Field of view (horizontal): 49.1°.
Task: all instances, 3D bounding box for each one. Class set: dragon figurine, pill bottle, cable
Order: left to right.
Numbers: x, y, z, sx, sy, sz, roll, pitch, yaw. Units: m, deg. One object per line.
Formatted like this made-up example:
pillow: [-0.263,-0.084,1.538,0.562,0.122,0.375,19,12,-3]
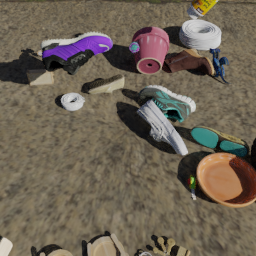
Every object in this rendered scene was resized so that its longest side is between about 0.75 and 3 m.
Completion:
cable: [-2.421,-1.153,12.191,0.952,0.330,0.953,-28,52,-23]
cable: [4.097,-5.288,15.852,2.351,0.814,2.350,9,47,9]
pill bottle: [2.937,-4.887,10.863,0.730,1.335,0.730,23,48,-27]
dragon figurine: [4.416,-3.031,13.494,0.630,1.065,2.142,-8,47,-7]

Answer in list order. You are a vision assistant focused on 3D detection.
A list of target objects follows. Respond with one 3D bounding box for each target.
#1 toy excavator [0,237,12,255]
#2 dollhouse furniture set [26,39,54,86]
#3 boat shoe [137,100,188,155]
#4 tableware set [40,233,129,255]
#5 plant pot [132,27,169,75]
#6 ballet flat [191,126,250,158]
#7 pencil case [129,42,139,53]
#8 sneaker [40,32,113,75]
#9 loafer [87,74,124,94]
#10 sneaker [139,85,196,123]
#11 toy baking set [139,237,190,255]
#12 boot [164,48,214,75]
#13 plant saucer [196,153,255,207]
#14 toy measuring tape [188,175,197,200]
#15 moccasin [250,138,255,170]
toy excavator: [-4.979,2.758,7.423,2.946,2.865,1.472,-11,39,30]
dollhouse furniture set: [-4.221,-3.363,13.678,1.105,1.293,2.495,-4,46,-6]
boat shoe: [1.260,0.103,10.688,0.879,0.989,2.689,-36,55,5]
tableware set: [-1.124,4.012,7.189,2.664,0.309,2.225,-11,47,-11]
plant pot: [1.058,-3.642,13.703,1.898,1.898,1.699,3,62,3]
ballet flat: [3.427,0.456,10.446,2.186,0.773,0.773,22,50,21]
pencil case: [0.226,-2.931,10.171,0.373,0.344,0.808,32,18,-11]
sneaker: [-1.892,-2.646,10.489,2.766,0.962,1.376,-7,73,8]
loafer: [-0.975,-1.848,12.689,1.811,0.618,0.685,-16,38,7]
sneaker: [1.499,-0.988,11.656,2.469,0.958,1.126,20,53,20]
toy baking set: [0.970,3.694,7.615,1.577,0.183,1.210,-30,50,-26]
boot: [2.998,-3.044,13.921,1.802,0.784,2.167,-25,51,-7]
plant saucer: [3.305,1.738,9.335,2.084,0.390,2.084,0,46,0]
toy measuring tape: [2.151,1.906,9.236,0.328,0.328,0.892,1,46,1]
moccasin: [4.853,1.360,9.306,1.011,0.958,2.618,-1,46,-3]
